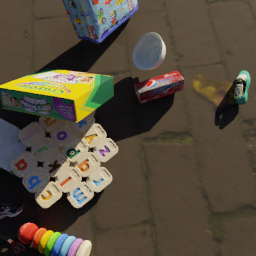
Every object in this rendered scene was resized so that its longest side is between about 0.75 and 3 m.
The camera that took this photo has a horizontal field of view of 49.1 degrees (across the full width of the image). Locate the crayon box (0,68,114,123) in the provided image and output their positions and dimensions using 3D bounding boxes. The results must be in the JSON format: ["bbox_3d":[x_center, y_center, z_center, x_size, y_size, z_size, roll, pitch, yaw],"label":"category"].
[{"bbox_3d":[-1.783,-0.944,7.267,2.230,0.650,1.924,10,27,21],"label":"crayon box"}]

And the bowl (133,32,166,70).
[{"bbox_3d":[0.729,-2.254,8.537,1.161,0.522,1.161,-10,75,41],"label":"bowl"}]

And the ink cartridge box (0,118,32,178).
[{"bbox_3d":[-3.260,0.576,7.723,1.591,0.603,1.176,27,69,4],"label":"ink cartridge box"}]

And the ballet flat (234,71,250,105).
[{"bbox_3d":[3.462,-1.305,8.513,0.404,0.422,1.200,-5,65,39],"label":"ballet flat"}]

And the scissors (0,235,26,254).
[{"bbox_3d":[-2.950,2.856,7.060,0.828,0.303,0.058,33,113,16],"label":"scissors"}]

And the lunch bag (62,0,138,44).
[{"bbox_3d":[-0.641,-4.237,8.722,2.644,1.990,1.244,-41,45,-21],"label":"lunch bag"}]

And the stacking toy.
[{"bbox_3d":[-1.858,2.817,6.817,1.824,0.778,0.778,18,70,11],"label":"stacking toy"}]

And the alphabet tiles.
[{"bbox_3d":[-1.651,0.777,7.471,2.502,0.187,2.558,-39,89,-14],"label":"alphabet tiles"}]

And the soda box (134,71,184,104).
[{"bbox_3d":[0.942,-1.236,8.451,1.423,0.451,0.498,-18,48,-7],"label":"soda box"}]

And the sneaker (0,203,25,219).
[{"bbox_3d":[-3.077,2.076,7.171,0.805,0.324,0.348,-18,112,3],"label":"sneaker"}]
